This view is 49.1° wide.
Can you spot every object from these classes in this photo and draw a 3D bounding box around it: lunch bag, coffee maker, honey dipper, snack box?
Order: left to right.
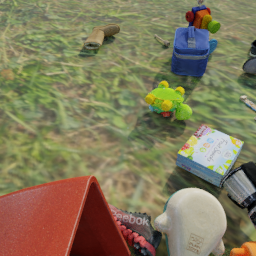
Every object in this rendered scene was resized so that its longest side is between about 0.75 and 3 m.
[{"bbox_3d":[1.556,-4.110,13.008,0.212,0.212,1.119,-21,47,-21],"label":"honey dipper"},{"bbox_3d":[2.522,-3.214,11.236,1.410,1.373,2.075,7,45,6],"label":"lunch bag"},{"bbox_3d":[2.276,0.702,7.777,1.313,0.527,1.557,27,47,26],"label":"snack box"},{"bbox_3d":[2.963,1.443,6.251,1.260,0.884,1.312,-30,55,-6],"label":"coffee maker"}]

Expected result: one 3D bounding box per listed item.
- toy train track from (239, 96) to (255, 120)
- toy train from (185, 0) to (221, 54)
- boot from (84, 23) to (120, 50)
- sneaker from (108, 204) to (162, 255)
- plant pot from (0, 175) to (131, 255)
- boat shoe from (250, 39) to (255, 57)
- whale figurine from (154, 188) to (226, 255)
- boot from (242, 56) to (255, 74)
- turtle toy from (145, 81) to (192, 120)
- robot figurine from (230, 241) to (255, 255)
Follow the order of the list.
[{"bbox_3d":[4.417,-0.688,9.460,0.883,0.250,1.540,-21,48,-21],"label":"toy train track"},{"bbox_3d":[3.278,-4.556,11.745,1.128,2.665,1.542,-20,52,-19],"label":"toy train"},{"bbox_3d":[-1.161,-4.166,12.859,1.434,0.541,1.637,-4,42,14],"label":"boot"},{"bbox_3d":[0.062,2.157,6.292,1.666,0.589,0.814,32,53,25],"label":"sneaker"},{"bbox_3d":[-1.691,2.732,4.243,2.619,2.972,2.970,-2,43,14],"label":"plant pot"},{"bbox_3d":[5.708,-3.670,12.352,0.536,0.476,1.435,23,49,22],"label":"boat shoe"},{"bbox_3d":[1.233,2.322,5.974,1.628,1.062,2.046,23,69,-6],"label":"whale figurine"},{"bbox_3d":[5.490,-1.989,10.494,2.147,0.749,1.413,3,50,10],"label":"boot"},{"bbox_3d":[1.346,-0.795,9.158,1.603,0.810,1.168,26,50,24],"label":"turtle toy"},{"bbox_3d":[2.812,2.739,5.485,1.536,1.105,0.896,2,75,1],"label":"robot figurine"}]
